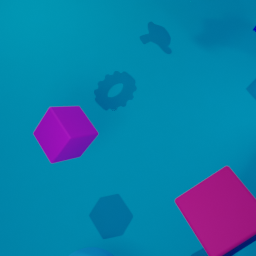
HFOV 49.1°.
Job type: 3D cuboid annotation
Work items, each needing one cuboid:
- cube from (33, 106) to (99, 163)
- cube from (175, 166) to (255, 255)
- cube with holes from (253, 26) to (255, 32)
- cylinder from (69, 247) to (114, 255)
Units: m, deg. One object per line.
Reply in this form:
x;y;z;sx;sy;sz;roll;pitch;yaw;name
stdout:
-1.186;0.106;5.346;0.753;0.753;0.753;-49;67;29;cube
1.673;1.559;4.953;1.112;1.112;1.112;-34;56;3;cube
4.085;-2.802;7.224;0.942;0.942;0.942;-41;77;-16;cube with holes
-0.576;2.871;4.607;1.340;1.340;1.340;1;87;-15;cylinder
